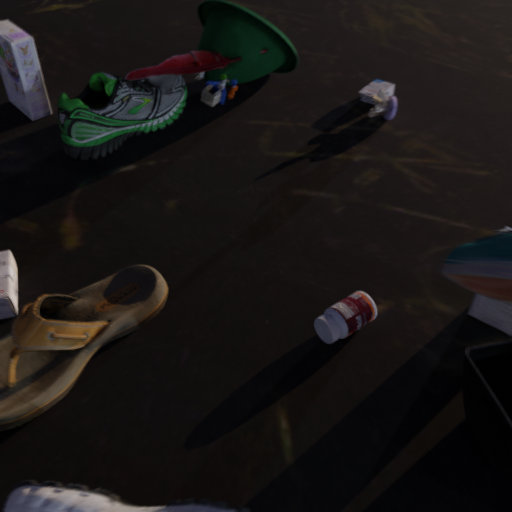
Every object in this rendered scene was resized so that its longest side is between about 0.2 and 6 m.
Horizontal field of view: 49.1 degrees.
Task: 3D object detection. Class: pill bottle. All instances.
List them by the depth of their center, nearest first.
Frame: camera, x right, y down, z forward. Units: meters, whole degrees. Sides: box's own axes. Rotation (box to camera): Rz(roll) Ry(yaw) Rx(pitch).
[{"bbox_3d":[1.320,0.922,8.308,0.867,0.495,0.495,-27,49,-25],"label":"pill bottle"}]

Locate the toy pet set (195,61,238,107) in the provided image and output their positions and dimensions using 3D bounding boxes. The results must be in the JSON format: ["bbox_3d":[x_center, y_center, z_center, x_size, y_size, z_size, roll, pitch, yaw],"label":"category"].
[{"bbox_3d":[-0.872,-4.045,13.201,1.105,1.032,0.587,32,52,10],"label":"toy pet set"}]

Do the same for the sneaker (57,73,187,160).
[{"bbox_3d":[-2.800,-3.386,12.252,1.307,1.427,3.351,28,49,27],"label":"sneaker"}]

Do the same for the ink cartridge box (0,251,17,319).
[{"bbox_3d":[-4.209,0.499,8.781,0.806,0.470,1.107,-12,43,-12],"label":"ink cartridge box"}]

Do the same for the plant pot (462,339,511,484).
[{"bbox_3d":[3.307,1.915,6.689,1.413,1.256,1.416,-10,43,-9],"label":"plant pot"}]

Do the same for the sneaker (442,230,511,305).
[{"bbox_3d":[3.514,-0.103,6.038,3.065,1.094,1.225,-1,64,53],"label":"sneaker"}]

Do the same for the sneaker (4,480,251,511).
[{"bbox_3d":[-0.950,3.154,5.516,3.463,1.280,1.373,0,52,9],"label":"sneaker"}]

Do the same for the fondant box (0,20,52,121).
[{"bbox_3d":[-5.411,-4.230,12.839,0.539,1.849,1.334,-31,52,-29],"label":"fondant box"}]

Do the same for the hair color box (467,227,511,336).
[{"bbox_3d":[3.685,0.397,8.122,0.747,1.509,0.457,28,50,27],"label":"hair color box"}]

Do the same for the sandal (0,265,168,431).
[{"bbox_3d":[-2.691,0.987,7.920,1.367,0.919,3.404,31,51,29],"label":"sandal"}]

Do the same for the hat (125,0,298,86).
[{"bbox_3d":[-0.970,-4.263,13.583,3.158,2.616,2.780,27,84,-4],"label":"hat"}]

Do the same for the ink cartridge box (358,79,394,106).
[{"bbox_3d":[2.916,-3.959,13.683,0.525,0.302,0.906,28,50,27],"label":"ink cartridge box"}]

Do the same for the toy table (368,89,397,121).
[{"bbox_3d":[2.934,-3.476,12.952,0.445,0.699,0.760,14,30,-9],"label":"toy table"}]
